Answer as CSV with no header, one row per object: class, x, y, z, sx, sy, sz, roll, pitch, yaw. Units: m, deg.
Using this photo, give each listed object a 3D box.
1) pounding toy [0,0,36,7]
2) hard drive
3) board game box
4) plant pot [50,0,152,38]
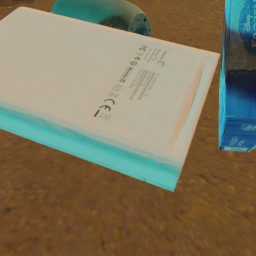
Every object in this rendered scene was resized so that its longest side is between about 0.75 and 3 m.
pounding toy,-3.137,-3.348,5.772,1.402,1.398,2.445,32,44,28
hard drive,-0.378,-0.401,2.228,1.945,0.260,1.283,18,52,13
board game box,1.776,-1.226,4.305,0.631,2.909,2.895,4,80,17
plant pot,-0.270,-1.140,3.704,0.989,1.233,1.233,13,51,25
